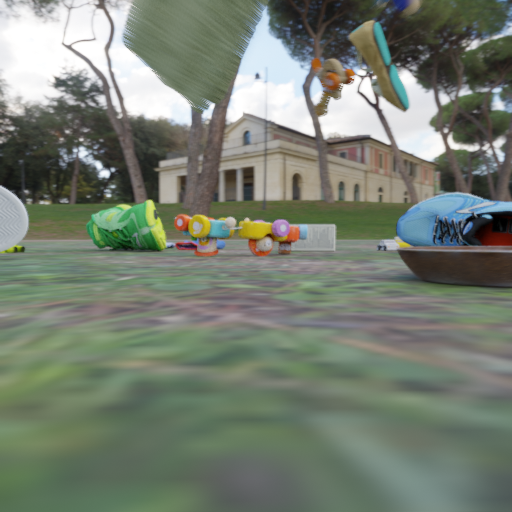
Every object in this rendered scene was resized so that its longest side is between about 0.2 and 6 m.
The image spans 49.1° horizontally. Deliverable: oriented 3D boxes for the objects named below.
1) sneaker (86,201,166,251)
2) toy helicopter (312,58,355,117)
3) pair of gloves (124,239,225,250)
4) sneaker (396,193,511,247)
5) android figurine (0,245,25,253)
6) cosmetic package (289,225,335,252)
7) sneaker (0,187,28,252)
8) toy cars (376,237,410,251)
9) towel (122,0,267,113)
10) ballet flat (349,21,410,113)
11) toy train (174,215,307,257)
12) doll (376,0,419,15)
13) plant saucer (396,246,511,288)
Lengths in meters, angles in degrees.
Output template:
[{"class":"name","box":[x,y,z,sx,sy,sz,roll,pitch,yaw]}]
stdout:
[{"class":"sneaker","box":[-2.846,-0.501,12.066,1.274,1.129,3.048,-24,14,-28]},{"class":"toy helicopter","box":[1.417,-3.418,11.423,0.528,0.885,1.338,-23,-26,-24]},{"class":"pair of gloves","box":[-2.073,-0.291,13.852,2.454,0.280,1.973,1,2,13]},{"class":"sneaker","box":[3.646,-0.538,9.507,2.856,1.119,1.284,1,6,42]},{"class":"android figurine","box":[-4.995,-0.137,10.894,0.862,0.177,0.785,2,3,10]},{"class":"cosmetic package","box":[1.112,-0.378,11.936,1.140,0.589,0.497,2,1,8]},{"class":"sneaker","box":[-4.728,-0.537,7.800,3.243,1.195,1.874,-2,5,-9]},{"class":"toy cars","box":[3.108,-0.270,12.653,0.624,0.308,1.392,1,2,33]},{"class":"towel","box":[-0.665,-2.582,5.930,1.904,1.413,0.347,-52,-1,43]},{"class":"ballet flat","box":[2.178,-3.272,9.895,0.564,1.789,0.614,-10,39,34]},{"class":"toy train","box":[-0.229,-0.287,9.428,2.339,0.650,1.757,3,0,-5]},{"class":"doll","box":[1.657,-3.160,6.207,0.329,0.927,1.359,36,20,16]},{"class":"plant saucer","box":[1.786,0.062,4.002,1.525,0.263,1.525,0,3,0]}]
